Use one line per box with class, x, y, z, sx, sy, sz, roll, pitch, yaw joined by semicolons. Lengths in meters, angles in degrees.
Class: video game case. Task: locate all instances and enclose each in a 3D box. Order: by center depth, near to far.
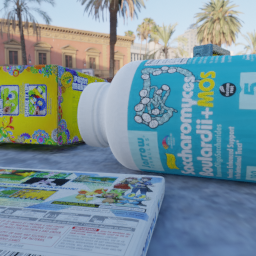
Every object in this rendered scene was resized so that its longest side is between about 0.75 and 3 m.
video game case;-0.835;0.673;2.182;2.064;0.227;1.881;1;7;13

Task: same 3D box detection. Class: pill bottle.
pill bottle;0.754;-0.140;3.634;2.726;1.510;1.510;2;7;22

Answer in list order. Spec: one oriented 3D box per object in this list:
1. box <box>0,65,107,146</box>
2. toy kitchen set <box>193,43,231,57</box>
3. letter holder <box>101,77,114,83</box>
box;-1.891;-0.452;6.083;2.238;1.417;2.323;1;3;16
toy kitchen set;2.506;-0.828;6.140;1.651;2.245;2.803;-4;8;-39
letter holder;-0.481;-1.519;13.742;2.595;1.845;1.305;2;7;16
